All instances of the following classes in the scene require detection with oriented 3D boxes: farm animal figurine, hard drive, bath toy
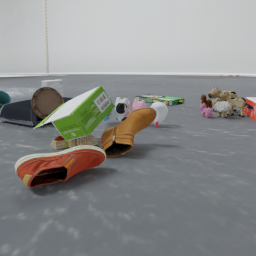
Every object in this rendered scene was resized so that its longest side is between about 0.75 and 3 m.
[{"bbox_3d":[3.492,-1.036,10.474,1.643,1.023,2.035,2,14,9],"label":"farm animal figurine"},{"bbox_3d":[-2.796,-0.669,9.845,1.914,0.600,2.837,8,16,31],"label":"hard drive"},{"bbox_3d":[0.229,-0.461,8.702,1.986,0.734,0.864,6,-11,12],"label":"bath toy"}]

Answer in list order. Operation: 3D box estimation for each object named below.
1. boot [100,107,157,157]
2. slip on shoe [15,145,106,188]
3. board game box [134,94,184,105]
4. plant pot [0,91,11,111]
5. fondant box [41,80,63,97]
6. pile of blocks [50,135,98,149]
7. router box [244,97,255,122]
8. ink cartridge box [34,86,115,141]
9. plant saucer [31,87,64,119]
[{"bbox_3d":[0.032,0.083,6.186,1.432,0.549,1.112,-21,21,5],"label":"boot"},{"bbox_3d":[-1.042,0.663,4.715,1.576,0.584,0.482,-6,44,-38],"label":"slip on shoe"},{"bbox_3d":[1.471,-1.386,13.616,1.182,0.265,2.256,-9,16,-42],"label":"board game box"},{"bbox_3d":[-5.096,-0.981,11.058,0.834,0.834,0.562,-9,-21,-34],"label":"plant pot"},{"bbox_3d":[-3.092,-1.377,11.552,0.343,1.179,0.850,8,16,34],"label":"fondant box"},{"bbox_3d":[-1.274,0.249,6.623,1.101,0.342,0.452,-3,14,-15],"label":"pile of blocks"},{"bbox_3d":[5.478,-0.565,9.366,2.542,0.621,2.281,2,14,10],"label":"router box"},{"bbox_3d":[-1.277,-0.256,6.584,1.603,0.607,1.185,-16,26,41],"label":"ink cartridge box"},{"bbox_3d":[-2.372,-0.744,8.348,0.987,0.987,0.170,1,14,3],"label":"plant saucer"}]
